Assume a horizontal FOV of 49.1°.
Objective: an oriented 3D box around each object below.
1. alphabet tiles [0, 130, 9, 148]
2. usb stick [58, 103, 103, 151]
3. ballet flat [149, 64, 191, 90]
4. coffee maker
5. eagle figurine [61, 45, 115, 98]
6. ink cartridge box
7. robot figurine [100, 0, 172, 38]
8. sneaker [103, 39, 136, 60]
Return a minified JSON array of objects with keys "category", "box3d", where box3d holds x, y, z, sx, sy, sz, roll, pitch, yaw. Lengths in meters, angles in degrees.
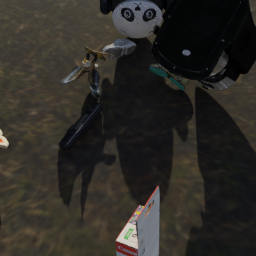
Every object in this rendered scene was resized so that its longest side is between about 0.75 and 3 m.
[{"category":"alphabet tiles","box3d":[-4.223,-0.101,6.459,2.624,2.567,0.192,38,105,41]},{"category":"usb stick","box3d":[-1.277,-0.065,7.665,0.459,0.270,1.655,7,51,43]},{"category":"ballet flat","box3d":[1.309,-1.671,8.523,1.326,0.450,0.499,33,80,8]},{"category":"coffee maker","box3d":[2.375,-2.348,6.944,2.850,2.968,1.999,-40,73,26]},{"category":"eagle figurine","box3d":[-1.190,-1.614,8.055,1.088,1.082,1.434,10,79,37]},{"category":"ink cartridge box","box3d":[0.202,2.055,5.259,0.469,1.862,1.014,10,29,25]},{"category":"robot figurine","box3d":[0.302,-4.395,9.262,2.062,1.712,2.744,-8,78,44]},{"category":"sneaker","box3d":[-0.350,-2.547,8.897,1.293,0.483,0.530,-25,64,-42]}]
